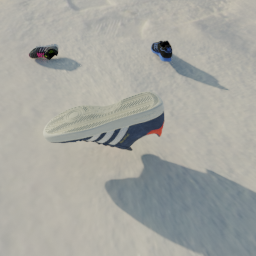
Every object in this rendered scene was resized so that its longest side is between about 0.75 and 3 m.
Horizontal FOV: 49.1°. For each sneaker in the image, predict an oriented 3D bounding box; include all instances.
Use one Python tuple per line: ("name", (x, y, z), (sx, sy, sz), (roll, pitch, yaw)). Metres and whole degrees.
("sneaker", (1.175, -2.773, 9.595), (0.505, 0.561, 1.440), (-6, 35, -15))
("sneaker", (-2.869, -2.561, 9.616), (1.067, 0.394, 0.467), (-16, 56, -8))
("sneaker", (-0.486, 0.093, 6.414), (2.764, 1.168, 1.036), (-11, 41, 6))
